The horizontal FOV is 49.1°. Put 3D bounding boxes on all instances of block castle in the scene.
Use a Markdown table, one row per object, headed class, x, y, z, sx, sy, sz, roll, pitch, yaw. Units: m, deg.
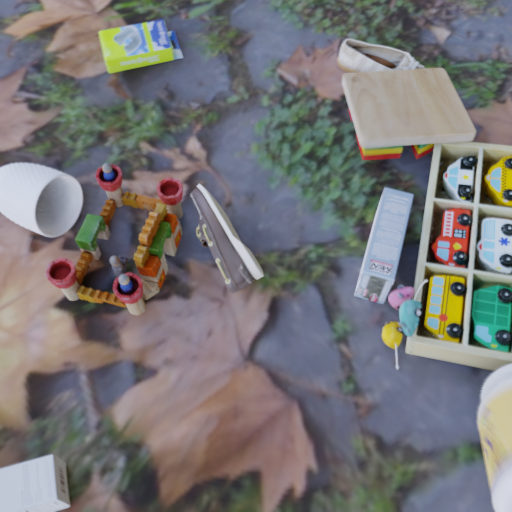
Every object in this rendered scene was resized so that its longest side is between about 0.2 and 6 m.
| class | x | y | z | sx | sy | sz | roll | pitch | yaw |
| --- | --- | --- | --- | --- | --- | --- | --- | --- | --- |
| block castle | -2.122 | -0.318 | 8.841 | 1.531 | 1.075 | 2.291 | 13 | 60 | 7 |

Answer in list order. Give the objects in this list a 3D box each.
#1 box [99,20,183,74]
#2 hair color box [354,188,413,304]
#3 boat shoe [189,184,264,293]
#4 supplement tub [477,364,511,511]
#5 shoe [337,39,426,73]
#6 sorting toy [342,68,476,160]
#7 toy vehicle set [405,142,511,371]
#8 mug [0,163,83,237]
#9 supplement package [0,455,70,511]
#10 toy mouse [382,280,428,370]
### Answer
| class | x | y | z | sx | sy | sz | roll | pitch | yaw |
| --- | --- | --- | --- | --- | --- | --- | --- | --- | --- |
| box | -2.405 | -4.388 | 11.677 | 1.566 | 0.373 | 0.955 | -14 | 61 | -8 |
| hair color box | 2.032 | -0.170 | 8.897 | 0.502 | 0.819 | 1.655 | 16 | 61 | 9 |
| boat shoe | -0.623 | -0.312 | 9.064 | 0.600 | 0.724 | 2.015 | -36 | 65 | 5 |
| supplement tub | 3.442 | 2.302 | 6.706 | 1.383 | 1.383 | 1.903 | 13 | 27 | 7 |
| shoe | 2.639 | -3.758 | 11.168 | 2.155 | 0.575 | 0.753 | 24 | 61 | 13 |
| sorting toy | 2.690 | -2.557 | 10.300 | 1.966 | 0.688 | 1.978 | -4 | 51 | -2 |
| toy vehicle set | 3.827 | -0.101 | 8.783 | 2.419 | 0.516 | 3.893 | 8 | 61 | 14 |
| mug | -3.631 | -1.066 | 9.406 | 1.263 | 1.064 | 1.441 | 20 | 31 | 21 |
| supplement package | -2.978 | 3.013 | 7.139 | 1.007 | 0.590 | 0.588 | -13 | 60 | -8 |
| toy mouse | 2.130 | 0.771 | 8.180 | 0.255 | 1.173 | 1.320 | 16 | 35 | -6 |
